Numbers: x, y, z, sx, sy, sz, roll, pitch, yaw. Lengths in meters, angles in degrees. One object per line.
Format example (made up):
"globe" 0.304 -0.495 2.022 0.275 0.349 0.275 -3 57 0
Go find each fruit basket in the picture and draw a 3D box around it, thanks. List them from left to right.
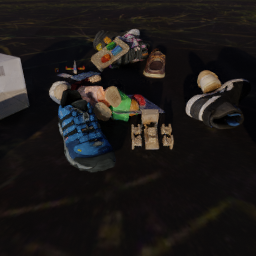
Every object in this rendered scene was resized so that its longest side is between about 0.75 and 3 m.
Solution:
"fruit basket" 0.060 -0.636 7.930 1.506 0.706 1.395 1 26 -31

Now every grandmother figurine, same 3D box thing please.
"grandmother figurine" -1.334 -0.908 7.797 2.611 0.791 1.583 15 54 44

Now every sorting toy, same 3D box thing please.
"sorting toy" -0.838 -2.965 10.723 1.362 0.245 1.828 -40 42 1

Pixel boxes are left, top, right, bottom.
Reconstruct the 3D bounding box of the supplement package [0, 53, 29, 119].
"supplement package" -4.177 -1.243 7.925 2.014 1.517 1.528 18 34 29

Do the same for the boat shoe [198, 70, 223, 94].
"boat shoe" 2.445 -1.374 8.397 0.661 0.621 1.794 -26 -7 15

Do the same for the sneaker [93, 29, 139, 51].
"sneaker" -0.583 -4.442 13.863 1.458 1.040 2.941 26 41 18

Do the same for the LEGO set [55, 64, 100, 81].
"LEGO set" -2.046 -2.238 10.868 1.606 0.394 1.200 17 30 28

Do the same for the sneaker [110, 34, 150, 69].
"sneaker" 0.192 -3.337 12.050 1.292 1.202 2.992 17 38 11

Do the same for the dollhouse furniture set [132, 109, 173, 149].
"dollhouse furniture set" 0.537 0.135 6.677 0.912 0.646 0.993 -1 51 -1

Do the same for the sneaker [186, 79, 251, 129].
"sneaker" 2.828 -0.574 7.601 2.264 0.827 1.266 -23 40 -21

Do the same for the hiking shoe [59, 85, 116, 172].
"hiking shoe" -1.062 -0.011 6.167 0.957 1.115 2.571 -15 33 -25

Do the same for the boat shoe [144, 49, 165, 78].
"boat shoe" 1.085 -2.588 10.962 0.822 0.821 2.280 6 29 8
